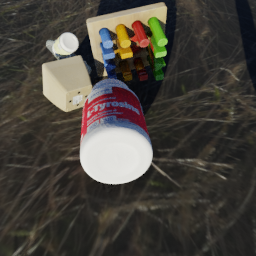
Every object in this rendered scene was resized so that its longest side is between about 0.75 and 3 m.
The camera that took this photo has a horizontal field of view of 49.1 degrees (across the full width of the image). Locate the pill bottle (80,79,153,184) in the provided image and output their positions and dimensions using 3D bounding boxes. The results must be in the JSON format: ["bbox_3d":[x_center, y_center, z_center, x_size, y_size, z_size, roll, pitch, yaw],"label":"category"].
[{"bbox_3d":[-0.368,-0.110,7.103,1.592,1.592,2.837,-4,35,-4],"label":"pill bottle"}]

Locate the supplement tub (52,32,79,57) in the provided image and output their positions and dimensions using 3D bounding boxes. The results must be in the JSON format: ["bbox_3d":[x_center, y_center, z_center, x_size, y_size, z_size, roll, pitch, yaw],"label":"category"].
[{"bbox_3d":[-1.941,-2.530,8.607,0.589,0.589,0.812,-40,18,-31],"label":"supplement tub"}]

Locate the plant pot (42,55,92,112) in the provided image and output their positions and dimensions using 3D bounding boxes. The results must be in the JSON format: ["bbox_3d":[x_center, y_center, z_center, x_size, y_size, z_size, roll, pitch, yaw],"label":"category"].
[{"bbox_3d":[-1.762,-1.261,8.567,1.273,1.272,1.127,-23,61,-29],"label":"plant pot"}]

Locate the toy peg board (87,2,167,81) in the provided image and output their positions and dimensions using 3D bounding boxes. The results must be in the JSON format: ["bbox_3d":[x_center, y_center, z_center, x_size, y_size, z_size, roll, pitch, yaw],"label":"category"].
[{"bbox_3d":[0.134,-2.330,8.744,2.347,2.356,1.152,-15,61,-5],"label":"toy peg board"}]

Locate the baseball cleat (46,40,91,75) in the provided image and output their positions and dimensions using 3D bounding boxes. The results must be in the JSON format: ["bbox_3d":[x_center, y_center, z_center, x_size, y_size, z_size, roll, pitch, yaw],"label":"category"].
[{"bbox_3d":[-2.071,-2.185,9.368,1.749,0.610,0.931,32,68,-16],"label":"baseball cleat"}]
